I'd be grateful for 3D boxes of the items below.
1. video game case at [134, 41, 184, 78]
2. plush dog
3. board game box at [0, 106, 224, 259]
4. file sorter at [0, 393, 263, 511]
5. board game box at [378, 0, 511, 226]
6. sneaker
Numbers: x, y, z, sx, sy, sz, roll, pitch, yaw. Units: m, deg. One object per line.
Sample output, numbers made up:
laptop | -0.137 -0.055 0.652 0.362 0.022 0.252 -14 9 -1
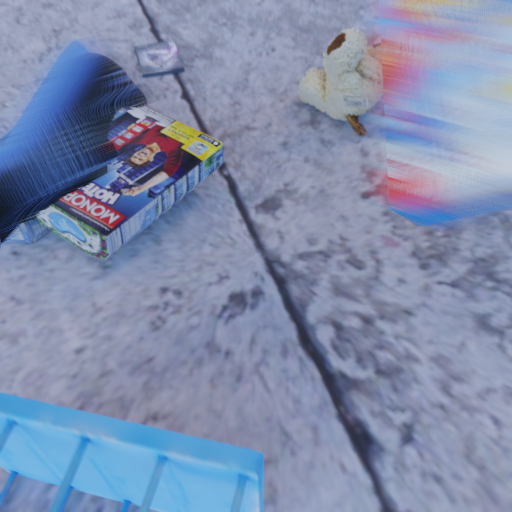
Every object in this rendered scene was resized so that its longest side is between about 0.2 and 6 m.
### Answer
video game case | -2.052 -4.147 11.787 0.869 0.115 1.217 -12 48 -11
plush dog | 1.960 -3.221 10.112 1.713 1.995 1.600 -41 93 -20
board game box | -2.732 -1.135 8.484 3.266 1.007 3.264 30 56 24
file sorter | -1.482 2.461 4.678 2.795 1.939 1.715 10 52 9
board game box | 2.793 -2.014 5.848 2.911 0.814 2.851 -12 70 38
sneaker | -1.973 -0.845 5.386 2.368 0.922 0.830 -57 24 1
